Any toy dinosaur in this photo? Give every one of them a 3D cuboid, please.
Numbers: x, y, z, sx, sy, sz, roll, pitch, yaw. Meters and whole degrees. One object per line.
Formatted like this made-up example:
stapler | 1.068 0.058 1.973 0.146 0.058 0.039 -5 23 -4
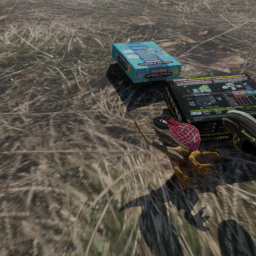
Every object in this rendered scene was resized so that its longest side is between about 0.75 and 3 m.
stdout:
toy dinosaur | 1.296 0.678 6.806 2.597 0.784 1.379 13 31 -17

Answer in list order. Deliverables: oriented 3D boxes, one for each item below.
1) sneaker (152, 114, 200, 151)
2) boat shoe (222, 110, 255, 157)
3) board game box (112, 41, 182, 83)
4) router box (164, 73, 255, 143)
sneaker | 1.106 0.154 6.350 0.576 0.534 1.430 -22 31 -19
boat shoe | 2.572 0.256 5.786 0.605 0.716 2.009 -37 35 -3
board game box | 0.627 -2.586 10.704 1.833 0.570 2.428 -9 39 -19
router box | 2.635 -0.643 8.222 2.753 0.855 2.063 -5 43 -8
